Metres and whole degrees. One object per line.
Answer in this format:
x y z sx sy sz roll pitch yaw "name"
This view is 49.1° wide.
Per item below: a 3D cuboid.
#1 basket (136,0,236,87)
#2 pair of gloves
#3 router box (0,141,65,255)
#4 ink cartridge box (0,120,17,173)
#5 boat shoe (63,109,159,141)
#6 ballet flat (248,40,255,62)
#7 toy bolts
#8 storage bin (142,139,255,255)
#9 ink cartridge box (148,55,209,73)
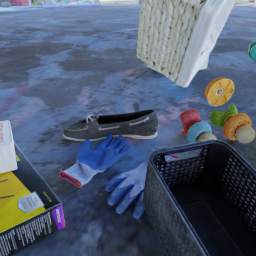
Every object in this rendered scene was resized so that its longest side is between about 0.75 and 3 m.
0.900 -1.733 4.420 1.115 1.808 1.226 32 69 10 "basket"
-0.165 0.961 6.689 2.872 0.327 2.309 18 32 27 "pair of gloves"
-2.777 1.373 5.512 2.039 0.698 2.734 -21 35 -32 "router box"
-3.162 0.488 5.676 1.612 0.667 1.181 -12 30 -21 "ink cartridge box"
-0.496 -0.164 8.167 2.800 0.798 0.936 -1 27 -4 "boat shoe"
3.583 -1.639 6.296 2.010 0.677 0.707 17 54 -6 "ballet flat"
2.447 -0.205 7.598 1.898 1.813 1.316 -24 39 -5 "toy bolts"
1.434 1.459 4.620 1.704 1.182 2.520 -9 36 -17 "storage bin"
2.453 -3.458 13.862 2.489 1.055 1.813 -14 32 -26 "ink cartridge box"
